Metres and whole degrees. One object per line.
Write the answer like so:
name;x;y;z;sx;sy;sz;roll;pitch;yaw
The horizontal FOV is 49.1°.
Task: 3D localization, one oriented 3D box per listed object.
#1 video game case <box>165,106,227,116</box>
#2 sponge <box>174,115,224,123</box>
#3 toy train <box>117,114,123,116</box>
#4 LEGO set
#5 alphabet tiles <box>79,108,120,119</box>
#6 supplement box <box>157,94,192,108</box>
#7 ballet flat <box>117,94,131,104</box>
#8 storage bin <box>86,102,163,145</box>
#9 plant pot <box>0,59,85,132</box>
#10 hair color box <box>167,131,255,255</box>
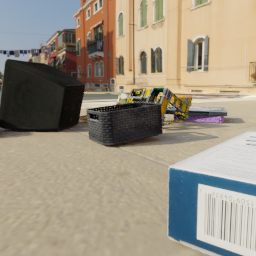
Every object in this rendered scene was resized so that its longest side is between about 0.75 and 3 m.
video game case;3.035;-0.772;12.590;2.600;0.247;1.857;2;10;15
sponge;3.160;-0.481;12.438;2.055;0.306;1.146;4;10;26
toy train;-0.149;-0.651;12.902;0.356;0.481;1.705;-13;3;23
LEGO set;0.954;-0.537;10.876;2.609;1.511;2.006;12;-15;37
alphabet tiles;-0.953;-0.743;12.667;2.310;0.088;2.776;-13;2;35
supplement box;2.565;-1.421;16.102;1.026;0.992;2.983;-3;9;-18
ballet flat;-0.250;-1.427;15.928;0.986;1.051;2.907;-1;9;-1
storage bin;-0.091;-0.188;8.152;1.961;0.919;1.326;-12;13;-30
plant pot;-2.957;-1.032;10.299;2.132;2.397;2.403;16;13;12
hair color box;1.800;0.682;3.583;1.408;0.852;2.816;7;12;38
